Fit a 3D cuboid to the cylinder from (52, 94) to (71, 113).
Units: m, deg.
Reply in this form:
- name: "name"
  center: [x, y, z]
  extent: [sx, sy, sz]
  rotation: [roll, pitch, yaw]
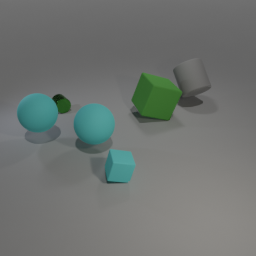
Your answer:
- name: "cylinder"
  center: [-3.046, -1.115, 12.747]
  extent: [0.700, 0.700, 0.700]
  rotation: [-17, 33, -28]

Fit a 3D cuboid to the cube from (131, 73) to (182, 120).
- name: "cube"
  center: [1.182, -1.341, 11.946]
  extent: [1.400, 1.400, 1.400]
  rotation: [9, 28, -26]

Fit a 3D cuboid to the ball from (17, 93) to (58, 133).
- name: "ball"
  center: [-3.221, -0.535, 10.013]
  extent: [1.400, 1.400, 1.400]
  rotation: [0, 29, 0]

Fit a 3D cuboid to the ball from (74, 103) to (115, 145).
- name: "ball"
  center: [-1.146, -0.135, 9.550]
  extent: [1.400, 1.400, 1.400]
  rotation: [0, 29, 0]

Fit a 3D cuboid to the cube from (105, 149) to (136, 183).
- name: "cube"
  center: [-0.256, 1.145, 8.467]
  extent: [0.700, 0.700, 0.700]
  rotation: [9, 28, -18]

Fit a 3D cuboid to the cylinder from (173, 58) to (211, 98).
- name: "cylinder"
  center: [2.968, -2.292, 13.008]
  extent: [1.400, 1.400, 1.400]
  rotation: [-17, -8, -2]
